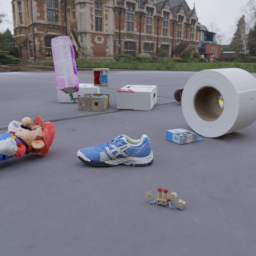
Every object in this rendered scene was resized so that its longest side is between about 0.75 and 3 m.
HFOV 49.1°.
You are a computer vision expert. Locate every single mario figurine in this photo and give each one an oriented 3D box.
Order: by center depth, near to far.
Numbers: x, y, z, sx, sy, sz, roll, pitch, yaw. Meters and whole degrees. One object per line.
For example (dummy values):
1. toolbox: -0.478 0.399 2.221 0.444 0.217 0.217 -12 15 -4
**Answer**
1. mario figurine: -3.270 0.242 7.761 2.594 1.375 1.601 -23 60 -38

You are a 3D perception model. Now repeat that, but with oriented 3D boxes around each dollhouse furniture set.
1. dollhouse furniture set: -1.860 -2.115 15.260 1.492 2.129 1.501 2 15 6

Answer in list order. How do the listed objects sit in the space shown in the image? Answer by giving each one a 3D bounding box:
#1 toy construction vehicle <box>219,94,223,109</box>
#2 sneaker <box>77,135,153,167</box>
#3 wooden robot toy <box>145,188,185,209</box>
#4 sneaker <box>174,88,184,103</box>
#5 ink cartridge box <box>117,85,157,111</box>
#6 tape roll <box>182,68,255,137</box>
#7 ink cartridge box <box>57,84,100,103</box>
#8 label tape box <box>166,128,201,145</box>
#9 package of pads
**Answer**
1. toy construction vehicle: 4.914 -1.230 14.620 2.952 1.040 2.570 -16 33 -38
2. sneaker: -0.350 0.586 7.737 2.084 0.803 0.789 -2 17 -4
3. wooden robot toy: 0.778 1.390 5.696 0.815 0.359 0.370 7 6 22
4. sneaker: 3.658 -1.910 17.291 2.750 1.013 1.193 -5 3 -36
5. ink cartridge box: 0.571 -1.783 16.052 1.862 1.081 2.581 3 15 12
6. tape roll: 3.440 -0.972 10.397 1.670 2.432 2.432 -12 19 -39
7. ink cartridge box: -3.104 -2.232 17.806 2.459 1.037 1.796 0 15 0
8. label tape box: 1.985 0.255 9.854 1.068 0.353 0.765 -11 18 -30
9. package of pads: -2.872 -2.847 12.914 0.910 2.406 1.450 -9 0 -4
